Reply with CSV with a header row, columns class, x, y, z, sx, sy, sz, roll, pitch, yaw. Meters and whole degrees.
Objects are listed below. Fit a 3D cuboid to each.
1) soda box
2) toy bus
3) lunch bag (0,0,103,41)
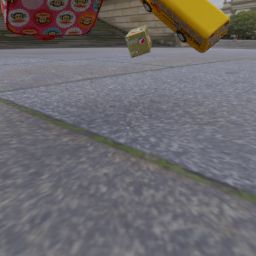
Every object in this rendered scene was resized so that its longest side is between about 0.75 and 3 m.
class,x,y,z,sx,sy,sz,roll,pitch,yaw
soda box,0.379,-2.811,8.989,0.621,0.657,1.941,-14,23,13
toy bus,1.509,-3.474,8.158,2.903,0.945,1.137,48,-3,17
lunch bag,-2.191,-3.562,8.114,2.755,2.426,1.129,-8,62,-29
